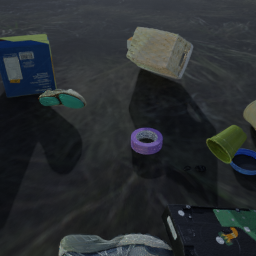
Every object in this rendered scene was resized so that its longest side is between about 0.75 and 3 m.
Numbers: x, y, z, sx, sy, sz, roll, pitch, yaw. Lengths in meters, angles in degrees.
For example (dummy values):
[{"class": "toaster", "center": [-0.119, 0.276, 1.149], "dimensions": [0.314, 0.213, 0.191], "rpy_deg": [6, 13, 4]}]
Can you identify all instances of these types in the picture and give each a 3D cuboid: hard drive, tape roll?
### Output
[{"class": "hard drive", "center": [2.170, 2.511, 5.906], "dimensions": [2.631, 0.498, 1.838], "rpy_deg": [8, 32, -19]}, {"class": "tape roll", "center": [0.638, 0.434, 9.595], "dimensions": [1.072, 0.352, 1.072], "rpy_deg": [1, 35, 0]}]

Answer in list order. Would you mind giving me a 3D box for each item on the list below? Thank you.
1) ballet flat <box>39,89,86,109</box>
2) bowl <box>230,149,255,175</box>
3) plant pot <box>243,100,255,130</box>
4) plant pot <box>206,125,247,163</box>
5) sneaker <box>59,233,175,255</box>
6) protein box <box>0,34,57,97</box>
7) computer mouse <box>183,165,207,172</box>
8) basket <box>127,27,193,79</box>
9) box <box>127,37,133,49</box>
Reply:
[{"class": "ballet flat", "center": [-2.590, -1.292, 11.313], "dimensions": [2.373, 0.800, 0.740], "rpy_deg": [6, 49, 27]}, {"class": "bowl", "center": [3.734, 1.065, 8.818], "dimensions": [1.068, 0.210, 1.068], "rpy_deg": [0, 35, 0]}, {"class": "plant pot", "center": [4.936, -0.231, 9.949], "dimensions": [1.267, 1.267, 1.159], "rpy_deg": [-2, 47, -2]}, {"class": "plant pot", "center": [2.896, 0.385, 8.054], "dimensions": [0.874, 0.920, 0.920], "rpy_deg": [-41, 47, -10]}, {"class": "sneaker", "center": [-0.236, 2.881, 5.841], "dimensions": [2.469, 0.958, 1.066], "rpy_deg": [-3, 49, 4]}, {"class": "protein box", "center": [-4.506, -2.803, 12.542], "dimensions": [2.212, 2.228, 1.503], "rpy_deg": [-10, 36, -13]}, {"class": "computer mouse", "center": [2.031, 1.258, 8.528], "dimensions": [0.791, 0.135, 0.232], "rpy_deg": [2, 43, -15]}, {"class": "basket", "center": [1.471, -3.705, 13.680], "dimensions": [2.678, 1.815, 1.652], "rpy_deg": [25, 8, 35]}, {"class": "box", "center": [0.609, -5.266, 17.510], "dimensions": [1.134, 0.553, 0.706], "rpy_deg": [14, 37, 18]}]
